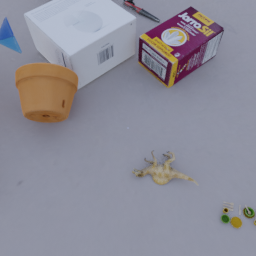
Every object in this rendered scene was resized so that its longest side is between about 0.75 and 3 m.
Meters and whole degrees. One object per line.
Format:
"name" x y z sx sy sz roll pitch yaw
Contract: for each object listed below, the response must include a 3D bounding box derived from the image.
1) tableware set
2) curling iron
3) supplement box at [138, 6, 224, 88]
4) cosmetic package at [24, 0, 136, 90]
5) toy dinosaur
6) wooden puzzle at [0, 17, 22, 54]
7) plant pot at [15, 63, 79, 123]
"tableware set" 2.922 2.292 7.278 0.972 0.149 0.655 14 60 8
"curling iron" 0.558 -4.944 11.660 1.966 0.251 0.487 40 66 22
"supplement box" 1.805 -2.831 9.749 2.506 1.293 1.641 -37 65 -20
"cosmetic package" -1.581 -3.249 9.781 2.690 1.659 2.698 -36 65 -20
"toy dinosaur" 1.069 1.153 7.874 1.825 0.531 0.923 6 74 12
"wooden puzzle" -3.698 -1.961 5.316 2.828 1.908 0.331 -10 34 -7
"plant pot" -2.440 -0.947 8.407 1.861 1.861 1.303 -1 74 -1
